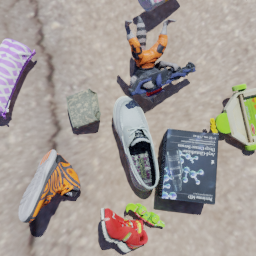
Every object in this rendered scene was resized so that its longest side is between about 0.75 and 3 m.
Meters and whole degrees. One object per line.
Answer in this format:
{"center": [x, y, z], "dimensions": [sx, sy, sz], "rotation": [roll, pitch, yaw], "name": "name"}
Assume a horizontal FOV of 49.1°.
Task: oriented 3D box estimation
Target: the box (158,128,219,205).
{"center": [1.664, 1.086, 7.893], "dimensions": [1.422, 1.026, 1.916], "rotation": [6, 79, 2], "name": "box"}

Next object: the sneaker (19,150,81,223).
{"center": [-1.918, 1.651, 7.405], "dimensions": [1.247, 0.864, 2.227], "rotation": [42, 36, -23], "name": "sneaker"}

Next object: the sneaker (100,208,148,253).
{"center": [-0.057, 2.518, 7.157], "dimensions": [0.868, 2.045, 0.788], "rotation": [-21, 48, 12], "name": "sneaker"}

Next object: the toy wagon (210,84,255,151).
{"center": [3.624, -0.352, 8.324], "dimensions": [2.538, 0.502, 1.969], "rotation": [-13, 92, 2], "name": "toy wagon"}

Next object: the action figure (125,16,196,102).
{"center": [0.800, -1.929, 8.135], "dimensions": [2.444, 2.364, 1.278], "rotation": [-17, 34, -31], "name": "action figure"}

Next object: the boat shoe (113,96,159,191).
{"center": [0.313, 0.380, 7.937], "dimensions": [0.993, 1.014, 2.846], "rotation": [-14, 84, -14], "name": "boat shoe"}

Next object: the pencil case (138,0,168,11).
{"center": [1.082, -4.397, 8.879], "dimensions": [1.689, 0.702, 0.766], "rotation": [-35, 90, -16], "name": "pencil case"}

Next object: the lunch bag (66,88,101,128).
{"center": [-1.303, -0.540, 8.379], "dimensions": [0.841, 0.603, 1.025], "rotation": [-17, 74, 19], "name": "lunch bag"}

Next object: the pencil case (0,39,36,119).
{"center": [-3.747, -1.497, 8.489], "dimensions": [1.024, 1.005, 2.395], "rotation": [18, 78, -2], "name": "pencil case"}

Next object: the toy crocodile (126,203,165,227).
{"center": [0.497, 2.441, 7.801], "dimensions": [1.243, 0.420, 0.384], "rotation": [35, 77, -14], "name": "toy crocodile"}
